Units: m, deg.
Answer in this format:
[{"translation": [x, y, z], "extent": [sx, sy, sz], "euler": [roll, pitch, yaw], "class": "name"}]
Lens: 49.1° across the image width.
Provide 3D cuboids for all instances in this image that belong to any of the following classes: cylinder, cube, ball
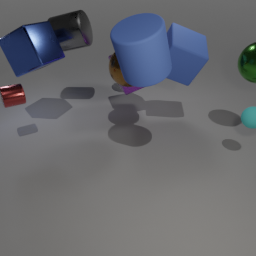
[{"translation": [-2.322, -3.889, 11.315], "extent": [1.400, 1.400, 1.400], "euler": [-7, 29, 14], "class": "cylinder"}, {"translation": [0.166, -2.450, 11.624], "extent": [1.400, 1.400, 1.400], "euler": [-23, 30, -4], "class": "cube"}, {"translation": [0.026, -2.132, 9.753], "extent": [1.400, 1.400, 1.400], "euler": [0, 31, 0], "class": "ball"}, {"translation": [-3.424, -2.843, 10.074], "extent": [1.400, 1.400, 1.400], "euler": [-14, 19, 30], "class": "cube"}, {"translation": [4.455, -2.211, 9.474], "extent": [1.400, 1.400, 1.400], "euler": [0, 31, 0], "class": "ball"}, {"translation": [3.966, -0.332, 8.901], "extent": [0.700, 0.700, 0.700], "euler": [0, 31, 0], "class": "ball"}, {"translation": [-3.898, -1.095, 9.472], "extent": [0.700, 0.700, 0.700], "euler": [-17, 35, -26], "class": "cylinder"}, {"translation": [1.928, -2.670, 10.242], "extent": [1.400, 1.400, 1.400], "euler": [17, 50, -13], "class": "cube"}, {"translation": [0.381, -2.055, 7.446], "extent": [1.400, 1.400, 1.400], "euler": [-10, 48, 11], "class": "cylinder"}]
